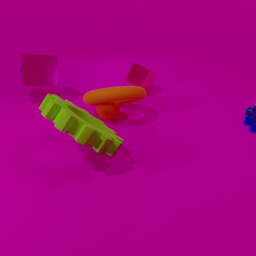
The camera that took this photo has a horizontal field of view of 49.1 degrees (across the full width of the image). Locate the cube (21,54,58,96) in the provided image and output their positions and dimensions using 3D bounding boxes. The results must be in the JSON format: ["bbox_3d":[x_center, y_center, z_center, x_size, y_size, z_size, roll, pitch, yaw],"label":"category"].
[{"bbox_3d":[-3.027,-1.774,9.578,1.114,1.114,1.114,-2,-7,-20],"label":"cube"}]

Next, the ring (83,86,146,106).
[{"bbox_3d":[-0.398,-0.961,8.609,1.936,0.387,1.936,-6,1,0],"label":"ring"}]

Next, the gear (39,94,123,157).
[{"bbox_3d":[-1.087,-0.080,6.742,2.084,0.385,2.084,34,5,-3],"label":"gear"}]

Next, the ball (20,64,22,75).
[{"bbox_3d":[-3.563,-2.168,10.569,0.939,0.939,0.939,0,32,0],"label":"ball"}]

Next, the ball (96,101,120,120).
[{"bbox_3d":[-0.606,-0.626,8.608,0.743,0.743,0.743,0,32,0],"label":"ball"}]

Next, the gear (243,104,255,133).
[{"bbox_3d":[4.407,-0.192,8.310,1.785,0.330,1.785,0,32,0],"label":"gear"}]

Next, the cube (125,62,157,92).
[{"bbox_3d":[0.497,-1.854,10.274,0.738,0.738,0.738,29,8,29],"label":"cube"}]
